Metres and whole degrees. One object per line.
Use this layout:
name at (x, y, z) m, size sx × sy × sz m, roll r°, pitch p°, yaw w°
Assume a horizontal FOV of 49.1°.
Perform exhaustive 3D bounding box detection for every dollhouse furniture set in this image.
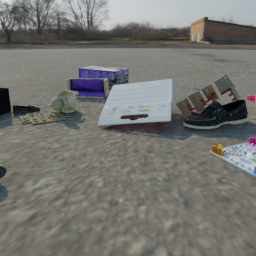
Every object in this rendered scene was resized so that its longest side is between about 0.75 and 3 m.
dollhouse furniture set at (2.714, -0.944, 9.359) m, size 1.709 × 0.890 × 1.728 m, roll -32°, pitch -2°, yaw 36°

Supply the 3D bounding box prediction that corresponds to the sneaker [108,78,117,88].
sneaker at (-1.098, -2.265, 14.052) m, size 1.144 × 0.501 × 0.426 m, roll -6°, pitch 20°, yaw -18°

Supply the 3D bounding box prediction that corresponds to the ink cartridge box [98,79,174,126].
ink cartridge box at (0.383, -0.693, 9.302) m, size 2.230 × 0.658 × 2.786 m, roll -4°, pitch 34°, yaw 12°

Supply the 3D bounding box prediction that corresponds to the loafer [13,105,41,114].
loafer at (-3.551, -0.677, 9.800) m, size 0.922 × 0.290 × 0.331 m, roll -6°, pitch 20°, yaw -17°

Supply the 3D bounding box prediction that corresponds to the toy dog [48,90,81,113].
toy dog at (-2.188, -0.909, 9.935) m, size 1.080 × 0.777 × 1.113 m, roll -25°, pitch 10°, yaw 14°

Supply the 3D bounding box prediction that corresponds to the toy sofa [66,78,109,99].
toy sofa at (-1.778, -1.768, 12.242) m, size 1.821 × 0.754 × 0.889 m, roll 3°, pitch 18°, yaw 7°

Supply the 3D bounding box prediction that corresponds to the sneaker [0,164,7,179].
sneaker at (-2.707, 0.985, 4.974) m, size 1.110 × 0.410 × 0.449 m, roll -23°, pitch 35°, yaw -33°

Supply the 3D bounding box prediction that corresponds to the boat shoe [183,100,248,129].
boat shoe at (2.715, -0.480, 8.502) m, size 2.305 × 0.764 × 0.862 m, roll -6°, pitch 20°, yaw -17°

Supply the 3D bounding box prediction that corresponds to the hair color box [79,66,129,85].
hair color box at (-1.367, -2.970, 15.649) m, size 2.514 × 0.815 × 1.374 m, roll 13°, pitch 22°, yaw 28°

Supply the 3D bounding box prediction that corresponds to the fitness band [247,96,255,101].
fitness band at (5.341, -1.221, 11.626) m, size 0.782 × 0.146 × 0.562 m, roll 13°, pitch 20°, yaw 31°

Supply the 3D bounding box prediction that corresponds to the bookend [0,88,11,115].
bookend at (-5.297, -0.819, 9.298) m, size 1.855 × 0.860 × 1.867 m, roll 7°, pitch 20°, yaw 17°

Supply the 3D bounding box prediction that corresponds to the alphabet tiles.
alphabet tiles at (-2.752, -0.378, 9.313) m, size 1.566 × 0.050 × 1.303 m, roll -10°, pitch 22°, yaw -27°

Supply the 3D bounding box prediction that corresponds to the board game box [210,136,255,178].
board game box at (2.928, 0.604, 6.260) m, size 1.529 × 0.198 × 1.529 m, roll -9°, pitch 21°, yaw -24°
